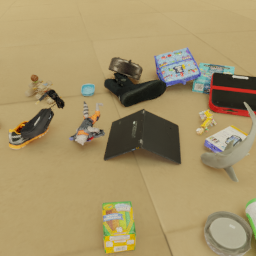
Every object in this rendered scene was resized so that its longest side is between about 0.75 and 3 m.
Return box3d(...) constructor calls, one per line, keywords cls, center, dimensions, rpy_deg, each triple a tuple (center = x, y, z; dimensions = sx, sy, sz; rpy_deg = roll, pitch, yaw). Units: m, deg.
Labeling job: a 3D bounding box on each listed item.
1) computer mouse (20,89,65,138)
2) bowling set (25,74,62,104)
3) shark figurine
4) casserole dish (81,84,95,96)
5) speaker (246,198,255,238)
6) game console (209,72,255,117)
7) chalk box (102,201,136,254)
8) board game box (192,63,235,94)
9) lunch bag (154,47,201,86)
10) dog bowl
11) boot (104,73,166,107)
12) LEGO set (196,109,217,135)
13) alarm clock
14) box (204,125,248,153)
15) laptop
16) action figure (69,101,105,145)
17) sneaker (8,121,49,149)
box3d(cls="computer mouse", center=(-2.962, -0.411, 9.684), dimensions=(0.455, 1.388, 1.976), rpy_deg=(39, 74, 18))
box3d(cls="bowling set", center=(-3.917, -1.966, 12.908), dimensions=(1.790, 1.246, 0.961), rpy_deg=(20, 39, 19))
box3d(cls="shark figurine", center=(3.133, 0.589, 8.488), dimensions=(1.049, 2.513, 1.501), rpy_deg=(13, 38, -31))
box3d(cls="casserole dish", center=(-1.923, -1.819, 13.509), dimensions=(0.635, 0.203, 1.048), rpy_deg=(-2, 37, -3))
box3d(cls="speaker", center=(3.535, 2.655, 6.932), dimensions=(0.817, 0.817, 1.848), rpy_deg=(1, 36, 2))
box3d(cls="game console", center=(4.921, -1.499, 12.390), dimensions=(2.516, 0.390, 2.225), rpy_deg=(9, 55, 11))
box3d(cls="chalk box", center=(-0.258, 2.417, 7.252), dimensions=(0.791, 0.787, 1.271), rpy_deg=(-4, 37, -6))
box3d(cls="board game box", center=(4.338, -2.471, 14.076), dimensions=(1.807, 0.562, 2.393), rpy_deg=(12, 38, 16))
box3d(cls="lunch bag", center=(2.450, -2.807, 13.907), dimensions=(1.826, 1.141, 2.425), rpy_deg=(-14, 40, 3))
box3d(cls="dog bowl", center=(2.540, 2.742, 7.173), dimensions=(1.231, 0.361, 1.231), rpy_deg=(0, 37, 0))
box3d(cls="boot", center=(0.296, -2.053, 13.186), dimensions=(2.428, 0.927, 2.040), rpy_deg=(-22, 45, -18))
box3d(cls="LEGO set", center=(3.180, -0.175, 11.185), dimensions=(0.664, 0.537, 1.444), rpy_deg=(-21, 30, 33))
box3d(cls="alarm clock", center=(-0.137, -3.036, 14.242), dimensions=(1.660, 0.819, 2.462), rpy_deg=(18, 5, -11))
box3d(cls="box", center=(3.617, 0.537, 10.202), dimensions=(1.715, 0.356, 1.021), rpy_deg=(-24, 43, -25))
box3d(cls="laptop", center=(0.566, 0.483, 10.352), dimensions=(2.339, 1.356, 2.190), rpy_deg=(-22, 32, 22))
box3d(cls="action figure", center=(-1.613, -0.087, 10.063), dimensions=(1.647, 0.862, 1.594), rpy_deg=(-15, 47, 28))
box3d(cls="sneaker", center=(-3.688, 0.024, 10.559), dimensions=(0.749, 0.739, 1.914), rpy_deg=(15, 38, 22))
